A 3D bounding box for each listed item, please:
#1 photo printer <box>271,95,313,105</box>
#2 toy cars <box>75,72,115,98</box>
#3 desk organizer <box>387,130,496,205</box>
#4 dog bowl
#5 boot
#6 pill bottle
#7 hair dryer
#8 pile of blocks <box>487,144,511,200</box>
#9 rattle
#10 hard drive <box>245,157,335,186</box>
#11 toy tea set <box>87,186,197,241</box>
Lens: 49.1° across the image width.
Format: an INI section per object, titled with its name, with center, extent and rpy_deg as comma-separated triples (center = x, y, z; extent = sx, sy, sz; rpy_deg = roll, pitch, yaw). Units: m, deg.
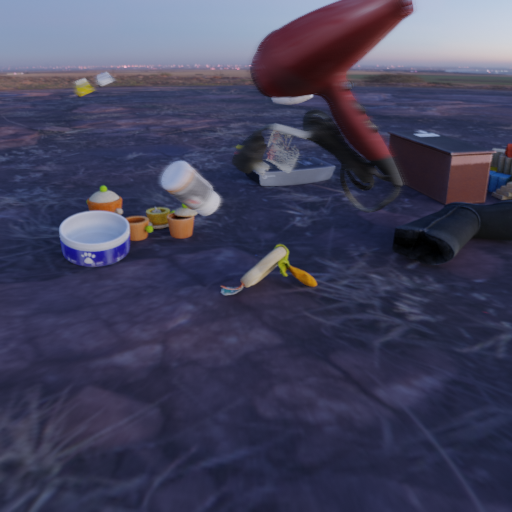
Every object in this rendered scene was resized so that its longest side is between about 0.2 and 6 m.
[photo printer]
center = 0.634, -3.375, 10.519
extent = 0.847, 1.018, 0.354
rpy_deg = -2, 21, 23
[toy cars]
center = -2.166, -2.315, 7.472
extent = 0.386, 0.191, 0.861
rpy_deg = -7, 28, 29
[desk organizer]
center = 4.738, -2.441, 14.938
extent = 1.210, 1.299, 3.375
rpy_deg = -5, 22, -12
[dog bowl]
center = -2.971, -0.332, 10.357
extent = 1.242, 0.489, 1.242
rpy_deg = 4, 33, -3
[boot]
center = 3.995, -0.464, 10.483
extent = 2.059, 0.820, 2.498
rpy_deg = 3, 14, 40
[pill bottle]
center = -1.009, -1.035, 8.785
extent = 0.528, 0.528, 0.907
rpy_deg = 22, -14, 44
[hair dryer]
center = 1.260, -2.400, 8.431
extent = 2.819, 3.701, 1.005
rpy_deg = 15, 53, -2
[pile of blocks]
center = 6.749, -2.201, 14.507
extent = 1.565, 1.185, 3.813
rpy_deg = -7, 22, -17
[rattle]
center = 0.171, 0.491, 9.000
extent = 1.307, 0.934, 0.851
rpy_deg = -39, 9, -36
[hard drive]
center = 0.913, -2.435, 16.048
extent = 2.322, 0.491, 1.566
rpy_deg = -8, 23, -20
[toy tea set]
center = -2.472, -0.929, 11.611
extent = 2.486, 0.920, 1.478
rpy_deg = -3, 22, -7
